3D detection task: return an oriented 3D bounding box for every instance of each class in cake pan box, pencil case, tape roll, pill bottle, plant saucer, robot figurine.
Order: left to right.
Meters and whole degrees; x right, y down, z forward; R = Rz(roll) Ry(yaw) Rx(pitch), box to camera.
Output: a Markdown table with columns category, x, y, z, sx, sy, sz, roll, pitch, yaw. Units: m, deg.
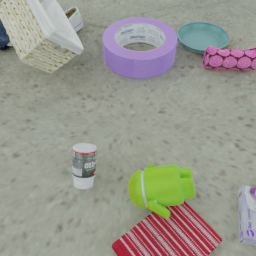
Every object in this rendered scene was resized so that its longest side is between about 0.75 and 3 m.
| category | x | y | z | sx | sy | sz | roll | pitch | yaw |
| --- | --- | --- | --- | --- | --- | --- | --- | --- | --- |
| pill bottle | -1.090 | 0.947 | 6.988 | 0.589 | 1.034 | 0.589 | 4 | 15 | -1 |
| tape roll | 0.436 | -3.068 | 10.561 | 2.732 | 0.896 | 2.732 | 0 | 51 | 0 |
| robot figurine | 0.746 | 1.406 | 6.717 | 1.632 | 0.944 | 1.431 | -10 | 34 | 9 |
| plant saucer | 3.003 | -3.592 | 11.329 | 2.065 | 0.371 | 2.065 | 0 | 51 | 0 |
| pencil case | 3.725 | -2.578 | 10.205 | 1.921 | 0.872 | 0.900 | 4 | 82 | 2 |
| cake pan box | 3.312 | 2.141 | 6.588 | 1.317 | 0.374 | 1.430 | 9 | 51 | 10 |

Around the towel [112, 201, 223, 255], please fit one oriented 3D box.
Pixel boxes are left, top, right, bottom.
| category | x | y | z | sx | sy | sz | roll | pitch | yaw |
| --- | --- | --- | --- | --- | --- | --- | --- | --- | --- |
| towel | 0.868 | 2.603 | 6.289 | 2.110 | 0.237 | 1.526 | -30 | 54 | -25 |

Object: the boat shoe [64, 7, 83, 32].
| category | x | y | z | sx | sy | sz | roll | pitch | yaw |
| --- | --- | --- | --- | --- | --- | --- | --- | --- | --- |
| boat shoe | -2.957 | -4.049 | 11.129 | 2.736 | 1.166 | 1.011 | -40 | 60 | -22 |

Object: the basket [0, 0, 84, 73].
| category | x | y | z | sx | sy | sz | roll | pitch | yaw |
| --- | --- | --- | --- | --- | --- | --- | --- | --- | --- |
| basket | -3.054 | -3.435 | 9.638 | 1.644 | 1.806 | 2.665 | -36 | 72 | 17 |

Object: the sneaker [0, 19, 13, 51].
| category | x | y | z | sx | sy | sz | roll | pitch | yaw |
| --- | --- | --- | --- | --- | --- | --- | --- | --- | --- |
| sneaker | -4.909 | -4.223 | 11.534 | 2.066 | 1.137 | 2.821 | 3 | 40 | -15 |
